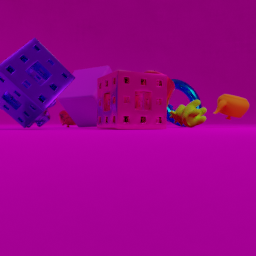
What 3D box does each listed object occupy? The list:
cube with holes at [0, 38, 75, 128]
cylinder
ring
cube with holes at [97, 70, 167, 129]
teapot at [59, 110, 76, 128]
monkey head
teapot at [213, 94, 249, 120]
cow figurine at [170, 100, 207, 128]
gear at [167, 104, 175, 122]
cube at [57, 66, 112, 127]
[{"bbox_3d":[-2.279,-1.002,6.479,1.242,1.242,1.242,-26,25,48],"label":"cube with holes"},{"bbox_3d":[0.743,-0.994,8.757,1.147,1.147,1.147,22,-18,8],"label":"cylinder"},{"bbox_3d":[2.040,-1.011,11.046,2.057,2.057,0.411,0,-21,-27],"label":"ring"},{"bbox_3d":[0.059,-0.596,6.606,1.226,1.226,1.226,0,1,-27],"label":"cube with holes"},{"bbox_3d":[-1.961,-0.288,9.246,0.700,0.552,1.126,9,7,5],"label":"teapot"},{"bbox_3d":[-3.106,-0.704,9.010,1.801,1.295,1.085,-3,-36,0],"label":"monkey head"},{"bbox_3d":[3.593,-0.706,9.798,1.724,0.844,1.072,1,19,-36],"label":"teapot"},{"bbox_3d":[1.929,-0.380,9.234,1.269,0.708,1.290,-32,19,31],"label":"cow figurine"},{"bbox_3d":[1.320,-0.842,12.058,1.650,0.305,1.650,30,-12,7],"label":"gear"},{"bbox_3d":[-1.084,-0.939,8.665,1.322,1.322,1.322,-1,-41,28],"label":"cube"}]
